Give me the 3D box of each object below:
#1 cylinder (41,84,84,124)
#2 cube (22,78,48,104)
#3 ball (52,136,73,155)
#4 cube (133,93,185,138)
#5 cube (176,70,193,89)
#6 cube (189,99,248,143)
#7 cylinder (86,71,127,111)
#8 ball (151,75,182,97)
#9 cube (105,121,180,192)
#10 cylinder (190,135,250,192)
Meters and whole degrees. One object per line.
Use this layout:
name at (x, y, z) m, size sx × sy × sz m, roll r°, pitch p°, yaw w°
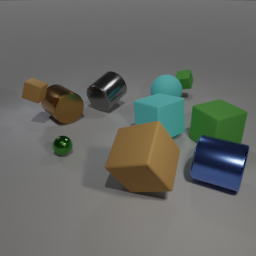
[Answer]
cylinder at (-2.883, -1.065, 12.278) m, size 1.400 × 1.400 × 1.400 m, roll -21°, pitch 35°, yaw -34°
cube at (-3.728, -1.502, 11.232) m, size 0.700 × 0.700 × 0.700 m, roll 20°, pitch 24°, yaw 0°
ball at (-2.311, 0.616, 9.903) m, size 0.700 × 0.700 × 0.700 m, roll 0°, pitch 28°, yaw 0°
cube at (1.219, -0.441, 10.887) m, size 1.400 × 1.400 × 1.400 m, roll -20°, pitch 25°, yaw -33°
cube at (2.869, -2.457, 14.259) m, size 0.700 × 0.700 × 0.700 m, roll -1°, pitch 48°, yaw 27°
cube at (3.324, -0.099, 10.477) m, size 1.400 × 1.400 × 1.400 m, roll -14°, pitch 31°, yaw -23°
cylinder at (-0.992, -1.732, 13.207) m, size 1.400 × 1.400 × 1.400 m, roll 19°, pitch 48°, yaw 31°
ball at (1.712, -1.665, 12.513) m, size 1.400 × 1.400 × 1.400 m, roll 0°, pitch 28°, yaw 0°
cube at (0.458, 0.849, 7.859) m, size 1.400 × 1.400 × 1.400 m, roll -10°, pitch 46°, yaw 35°
cylinder at (2.747, 1.031, 8.375) m, size 1.400 × 1.400 × 1.400 m, roll 14°, pitch 31°, yaw 24°
